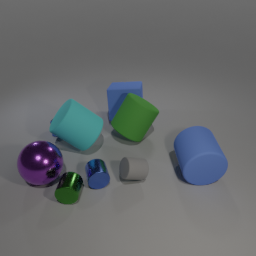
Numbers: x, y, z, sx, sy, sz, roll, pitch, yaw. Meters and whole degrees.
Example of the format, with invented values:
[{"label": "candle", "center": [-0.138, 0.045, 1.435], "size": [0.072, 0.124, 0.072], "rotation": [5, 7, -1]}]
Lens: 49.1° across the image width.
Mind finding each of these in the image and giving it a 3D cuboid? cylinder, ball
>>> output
[{"label": "cylinder", "center": [2.309, 0.881, 9.087], "size": [1.400, 1.400, 1.400], "rotation": [-3, 36, -4]}, {"label": "ball", "center": [-2.756, 1.095, 8.843], "size": [1.400, 1.400, 1.400], "rotation": [0, 31, 0]}, {"label": "cylinder", "center": [-0.976, 1.452, 8.891], "size": [0.700, 0.700, 0.700], "rotation": [-8, 32, -13]}, {"label": "cylinder", "center": [-1.848, -0.109, 10.068], "size": [1.400, 1.400, 1.400], "rotation": [34, 20, -26]}, {"label": "cylinder", "center": [0.268, -0.415, 10.857], "size": [1.400, 1.400, 1.400], "rotation": [29, 15, -9]}, {"label": "cylinder", "center": [-1.752, 1.786, 8.351], "size": [0.700, 0.700, 0.700], "rotation": [2, 31, 4]}, {"label": "cylinder", "center": [0.183, 1.282, 8.837], "size": [0.700, 0.700, 0.700], "rotation": [8, 26, -28]}]

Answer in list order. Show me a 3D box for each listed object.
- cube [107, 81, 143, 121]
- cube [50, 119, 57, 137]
[{"label": "cube", "center": [-0.079, -1.195, 12.254], "size": [1.400, 1.400, 1.400], "rotation": [-1, 21, 7]}, {"label": "cube", "center": [-2.669, -0.092, 11.432], "size": [0.700, 0.700, 0.700], "rotation": [6, 32, 10]}]
